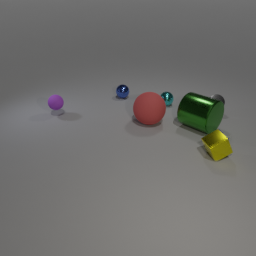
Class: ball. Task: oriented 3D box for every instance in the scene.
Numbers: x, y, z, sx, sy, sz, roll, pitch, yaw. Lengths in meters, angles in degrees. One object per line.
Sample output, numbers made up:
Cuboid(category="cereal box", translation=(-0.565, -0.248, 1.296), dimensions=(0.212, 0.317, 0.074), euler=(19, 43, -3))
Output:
Cuboid(category="ball", translation=(-0.278, -1.902, 14.495), dimensions=(0.700, 0.700, 0.700), euler=(0, 29, 0))
Cuboid(category="ball", translation=(0.913, -0.837, 11.937), dimensions=(1.400, 1.400, 1.400), euler=(0, 29, 0))
Cuboid(category="ball", translation=(-3.251, -1.151, 12.608), dimensions=(0.700, 0.700, 0.700), euler=(0, 29, 0))
Cuboid(category="ball", translation=(1.892, -1.438, 13.758), dimensions=(0.700, 0.700, 0.700), euler=(0, 29, 0))

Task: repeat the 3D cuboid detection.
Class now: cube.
Cuboid(category="cube", translation=(3.116, 0.607, 9.818), dimensions=(0.700, 0.700, 0.700), euler=(-29, 31, 3))

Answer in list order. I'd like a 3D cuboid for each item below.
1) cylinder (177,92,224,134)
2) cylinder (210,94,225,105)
Cuboid(category="cylinder", translation=(2.989, -0.637, 11.548), dimensions=(1.400, 1.400, 1.400), euler=(-26, 37, -38))
Cuboid(category="cylinder", translation=(3.997, -1.129, 12.877), dimensions=(0.700, 0.700, 0.700), euler=(0, -7, 0))
